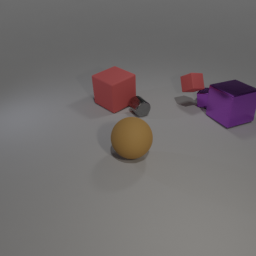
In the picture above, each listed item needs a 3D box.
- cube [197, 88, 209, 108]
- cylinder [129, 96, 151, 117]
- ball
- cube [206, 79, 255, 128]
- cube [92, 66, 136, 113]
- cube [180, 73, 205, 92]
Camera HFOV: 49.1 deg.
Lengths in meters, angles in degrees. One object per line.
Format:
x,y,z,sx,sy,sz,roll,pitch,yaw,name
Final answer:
3.567,-1.379,12.699,0.700,0.700,0.700,7,33,29,cube
0.505,-0.938,12.090,0.700,0.700,0.700,-16,37,-24,cylinder
0.125,0.326,9.317,1.400,1.400,1.400,0,32,0,ball
4.264,-1.037,11.535,1.400,1.400,1.400,-13,32,-20,cube
-0.607,-1.756,12.599,1.400,1.400,1.400,-31,44,-33,cube
2.803,-1.972,12.203,0.700,0.700,0.700,-5,-3,-33,cube
